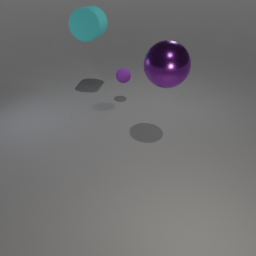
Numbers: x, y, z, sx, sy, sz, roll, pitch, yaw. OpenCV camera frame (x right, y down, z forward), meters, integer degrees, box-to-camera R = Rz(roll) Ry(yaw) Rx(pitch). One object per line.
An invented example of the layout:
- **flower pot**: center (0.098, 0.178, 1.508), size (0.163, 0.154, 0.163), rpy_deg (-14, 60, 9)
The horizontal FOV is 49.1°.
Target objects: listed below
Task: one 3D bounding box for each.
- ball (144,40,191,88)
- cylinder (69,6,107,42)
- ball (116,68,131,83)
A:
- **ball**: center (1.165, -1.890, 8.355), size (1.400, 1.400, 1.400), rpy_deg (0, 31, 0)
- **cylinder**: center (-1.751, -4.669, 12.505), size (1.400, 1.400, 1.400), rpy_deg (5, 26, 8)
- **ball**: center (-0.216, -2.436, 13.017), size (0.700, 0.700, 0.700), rpy_deg (0, 31, 0)
